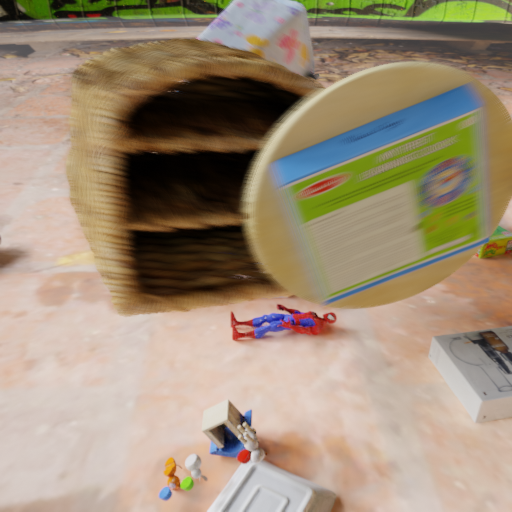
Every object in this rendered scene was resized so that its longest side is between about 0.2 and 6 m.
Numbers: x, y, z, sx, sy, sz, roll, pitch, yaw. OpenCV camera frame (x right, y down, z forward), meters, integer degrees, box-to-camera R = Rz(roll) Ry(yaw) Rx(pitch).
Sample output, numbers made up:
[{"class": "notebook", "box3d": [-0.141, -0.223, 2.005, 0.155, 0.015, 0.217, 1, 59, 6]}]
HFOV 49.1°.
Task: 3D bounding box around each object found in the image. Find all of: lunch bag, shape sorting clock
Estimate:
[{"class": "lunch bag", "box3d": [0.013, -3.693, 11.936, 1.852, 2.913, 2.470, 37, 77, 24]}, {"class": "shape sorting clock", "box3d": [1.533, -0.672, 6.712, 3.284, 3.284, 0.644, -6, 41, -10]}]

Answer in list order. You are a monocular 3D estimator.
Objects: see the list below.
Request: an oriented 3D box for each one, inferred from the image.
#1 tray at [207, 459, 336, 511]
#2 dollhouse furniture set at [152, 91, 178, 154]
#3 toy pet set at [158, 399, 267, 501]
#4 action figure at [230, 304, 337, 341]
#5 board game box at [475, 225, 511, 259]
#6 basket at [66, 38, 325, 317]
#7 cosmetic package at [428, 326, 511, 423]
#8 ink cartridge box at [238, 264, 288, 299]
[{"class": "tray", "box3d": [-0.130, 3.077, 5.927, 1.240, 0.256, 2.309, 15, 33, 26]}, {"class": "dollhouse furniture set", "box3d": [-1.897, -3.837, 15.758, 1.682, 2.387, 1.672, 7, 31, 12]}, {"class": "toy pet set", "box3d": [-0.420, 2.435, 6.817, 1.242, 0.659, 1.159, -29, 26, 16]}, {"class": "action figure", "box3d": [0.470, 1.082, 9.250, 1.758, 0.454, 0.575, -1, 27, -8]}, {"class": "board game box", "box3d": [4.649, -0.554, 12.064, 0.843, 0.395, 1.659, -10, 32, -17]}, {"class": "basket", "box3d": [-0.363, -1.267, 7.857, 3.968, 2.832, 2.956, -4, 36, -29]}, {"class": "cosmetic package", "box3d": [3.710, 1.652, 8.184, 1.857, 0.480, 1.400, -6, 33, -11]}, {"class": "ink cartridge box", "box3d": [-0.921, 0.195, 10.509, 2.967, 0.656, 1.395, -1, 31, -2]}]
